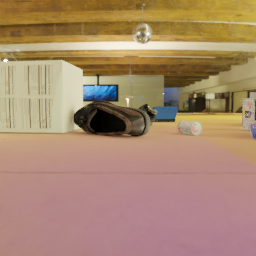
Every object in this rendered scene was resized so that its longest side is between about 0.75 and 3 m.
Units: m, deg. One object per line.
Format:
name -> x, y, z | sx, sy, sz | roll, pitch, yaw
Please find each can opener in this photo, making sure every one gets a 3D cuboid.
can opener -> 0.553, -0.362, 11.512 | 0.941, 1.167, 2.969 | 40, 13, 5

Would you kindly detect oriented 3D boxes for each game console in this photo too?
game console -> 1.905, -0.776, 15.782 | 1.489, 0.881, 1.271 | 0, 5, -13

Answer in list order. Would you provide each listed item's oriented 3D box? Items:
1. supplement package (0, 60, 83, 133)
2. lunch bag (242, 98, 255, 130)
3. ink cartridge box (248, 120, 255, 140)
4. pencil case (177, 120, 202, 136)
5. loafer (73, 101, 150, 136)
supplement package -> -3.211, -1.001, 9.423 | 2.914, 2.195, 2.211 | 0, 4, 7
lunch bag -> 4.460, -0.444, 9.329 | 0.841, 1.122, 1.323 | -5, 9, -44
ink cartridge box -> 3.890, -0.070, 7.396 | 1.247, 0.439, 2.090 | -13, 1, 22
pencil case -> 1.796, -0.012, 8.220 | 0.377, 0.411, 0.906 | 1, 4, -18
loafer -> -0.710, -0.249, 7.985 | 2.792, 1.003, 0.879 | 7, 11, 39
